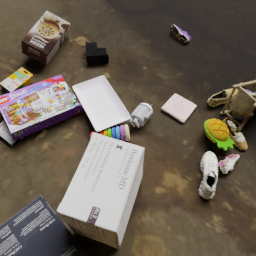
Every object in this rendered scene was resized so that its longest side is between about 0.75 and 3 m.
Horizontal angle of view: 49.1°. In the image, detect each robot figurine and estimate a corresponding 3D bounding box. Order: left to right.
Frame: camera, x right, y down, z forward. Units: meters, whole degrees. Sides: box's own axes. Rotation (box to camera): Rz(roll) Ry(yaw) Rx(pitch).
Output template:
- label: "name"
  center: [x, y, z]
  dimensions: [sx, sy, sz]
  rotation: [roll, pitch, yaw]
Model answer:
- label: "robot figurine"
  center: [0.546, -0.537, 11.151]
  dimensions: [0.984, 0.655, 1.160]
  rotation: [8, 51, 46]

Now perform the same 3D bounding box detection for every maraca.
- label: "maraca"
  center: [3.444, 0.235, 10.611]
  dimensions: [0.977, 0.762, 1.425]
  rotation: [-12, 58, -24]

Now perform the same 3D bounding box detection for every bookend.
- label: "bookend"
  center: [-1.455, -3.580, 13.174]
  dimensions: [1.034, 0.479, 1.040]
  rotation: [-5, 57, -5]

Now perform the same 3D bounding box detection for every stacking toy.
- label: "stacking toy"
  center: [-0.708, 0.275, 10.750]
  dimensions: [1.514, 0.646, 0.646]
  rotation: [-8, 58, 4]

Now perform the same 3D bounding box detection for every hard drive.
- label: "hard drive"
  center: [-4.617, 0.137, 10.993]
  dimensions: [1.127, 0.213, 0.788]
  rotation: [33, 63, 19]

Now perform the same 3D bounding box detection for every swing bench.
- label: "swing bench"
  center: [4.809, -1.081, 10.833]
  dimensions: [1.792, 1.782, 1.163]
  rotation: [-29, 62, -17]

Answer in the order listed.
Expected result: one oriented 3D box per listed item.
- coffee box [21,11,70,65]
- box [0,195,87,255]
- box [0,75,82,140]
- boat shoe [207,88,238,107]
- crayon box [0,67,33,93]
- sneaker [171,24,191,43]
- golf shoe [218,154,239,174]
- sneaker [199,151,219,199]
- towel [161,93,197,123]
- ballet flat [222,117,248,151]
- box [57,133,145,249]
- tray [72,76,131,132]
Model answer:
- label: "coffee box"
  center: [-3.822, -4.228, 13.140]
  dimensions: [1.283, 0.906, 2.270]
  rotation: [27, 60, -6]
- label: "box"
  center: [-2.798, 3.656, 8.174]
  dimensions: [2.352, 1.224, 2.141]
  rotation: [-37, 64, -21]
- label: "box"
  center: [-3.580, -0.907, 11.309]
  dimensions: [2.860, 0.559, 1.957]
  rotation: [-25, 61, -21]
- label: "boat shoe"
  center: [4.052, -1.355, 11.712]
  dimensions: [1.524, 0.580, 0.546]
  rotation: [-26, 61, -15]
- label: "crayon box"
  center: [-4.843, -2.037, 12.295]
  dimensions: [0.785, 0.322, 1.249]
  rotation: [34, 64, 19]
- label: "sneaker"
  center: [2.622, -4.708, 13.979]
  dimensions: [0.512, 0.495, 1.228]
  rotation: [-29, 70, -34]
- label: "golf shoe"
  center: [3.714, 1.298, 10.222]
  dimensions: [1.058, 0.398, 0.484]
  rotation: [-24, 98, -28]
- label: "sneaker"
  center: [2.896, 1.560, 9.817]
  dimensions: [0.665, 0.718, 1.770]
  rotation: [8, 57, 7]
- label: "towel"
  center: [2.115, -0.837, 11.629]
  dimensions: [1.120, 0.181, 1.070]
  rotation: [34, 63, 19]
- label: "ballet flat"
  center: [4.116, 0.208, 10.804]
  dimensions: [0.501, 0.460, 1.459]
  rotation: [-23, 61, -14]
- label: "box"
  center: [-0.646, 1.947, 8.472]
  dimensions: [1.657, 2.535, 2.521]
  rotation: [15, 59, 9]
- label: "tray"
  center: [-1.127, -1.014, 11.523]
  dimensions: [1.507, 0.311, 2.806]
  rotation: [-22, 54, -15]
